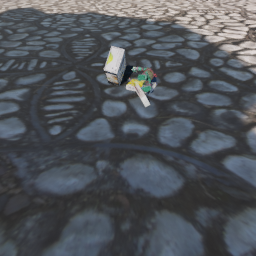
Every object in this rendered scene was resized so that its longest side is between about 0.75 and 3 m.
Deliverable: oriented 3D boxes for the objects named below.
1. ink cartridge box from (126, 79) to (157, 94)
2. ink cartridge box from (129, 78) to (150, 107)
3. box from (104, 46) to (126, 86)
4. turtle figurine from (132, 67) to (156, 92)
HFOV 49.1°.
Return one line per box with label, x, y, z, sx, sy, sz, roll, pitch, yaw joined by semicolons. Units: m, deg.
ink cartridge box;0.538;-1.633;10.532;0.938;0.223;0.950;12;37;18
ink cartridge box;0.387;-1.235;9.391;0.199;0.794;0.915;-28;36;4
box;-0.429;-2.145;9.920;0.466;0.903;1.549;17;-5;3
turtle figurine;0.581;-1.784;9.614;0.646;0.961;1.283;-36;22;22
